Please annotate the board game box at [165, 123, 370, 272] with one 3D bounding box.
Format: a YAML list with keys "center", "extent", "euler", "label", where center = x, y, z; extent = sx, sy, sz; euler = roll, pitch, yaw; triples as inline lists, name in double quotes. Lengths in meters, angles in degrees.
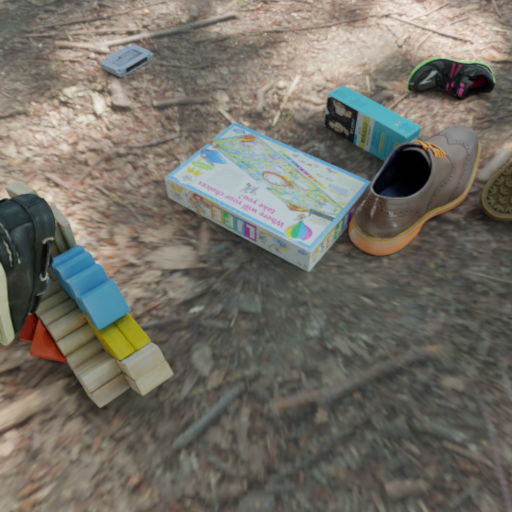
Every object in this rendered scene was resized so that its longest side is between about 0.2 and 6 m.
- center: [0.201, -1.132, 9.647]
  extent: [2.946, 0.504, 1.980]
  euler: [29, 54, 23]
  label: "board game box"

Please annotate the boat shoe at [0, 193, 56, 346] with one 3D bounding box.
- center: [-2.866, 0.134, 6.504]
  extent: [1.202, 3.216, 1.066]
  euler: [47, 60, 5]
  label: "boat shoe"

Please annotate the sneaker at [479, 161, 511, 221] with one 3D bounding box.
- center: [5.190, -1.478, 9.653]
  extent: [2.973, 1.335, 0.997]
  euler: [-35, 76, 7]
  label: "sneaker"

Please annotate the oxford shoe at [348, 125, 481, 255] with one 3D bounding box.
- center: [2.887, -1.414, 9.369]
  extent: [1.238, 1.266, 3.473]
  euler: [31, 56, 24]
  label: "oxford shoe"

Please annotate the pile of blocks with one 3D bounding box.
- center: [-2.793, 0.455, 7.499]
  extent: [1.249, 1.650, 4.020]
  euler: [-33, 57, -26]
  label: "pile of blocks"

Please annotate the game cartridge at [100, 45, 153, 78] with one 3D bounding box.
- center: [-2.983, -4.469, 12.799]
  extent: [0.727, 0.223, 1.092]
  euler: [32, 56, 21]
  label: "game cartridge"

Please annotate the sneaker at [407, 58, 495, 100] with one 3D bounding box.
- center: [4.129, -3.704, 11.776]
  extent: [1.900, 0.729, 0.796]
  euler: [-5, 45, -3]
  label: "sneaker"

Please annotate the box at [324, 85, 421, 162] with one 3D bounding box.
- center: [2.158, -2.458, 10.635]
  extent: [0.464, 0.777, 1.890]
  euler: [-35, 57, -27]
  label: "box"
